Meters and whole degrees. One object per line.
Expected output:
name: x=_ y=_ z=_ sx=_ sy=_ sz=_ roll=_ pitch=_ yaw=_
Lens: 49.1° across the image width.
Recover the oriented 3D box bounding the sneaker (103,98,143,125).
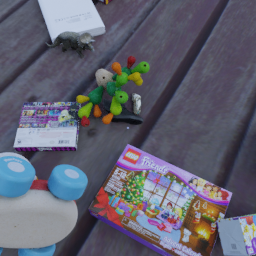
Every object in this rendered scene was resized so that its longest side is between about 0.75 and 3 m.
sneaker: x=-0.141 y=-0.463 z=7.693 sx=1.184 sy=0.356 sz=0.617 roll=5 pitch=62 yaw=7

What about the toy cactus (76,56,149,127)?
toy cactus: x=-0.569 y=-1.175 z=7.631 sx=2.310 sy=1.181 sz=1.906 roll=-47 pitch=36 yaw=8

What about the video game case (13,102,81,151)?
video game case: x=-2.100 y=-0.062 z=7.475 sx=1.578 sy=0.282 sz=1.430 roll=-1 pitch=58 yaw=-1

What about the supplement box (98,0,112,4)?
supplement box: x=-0.630 y=-5.689 z=10.763 sx=1.020 sy=0.792 sz=1.849 roll=35 pitch=64 yaw=20

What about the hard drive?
hard drive: x=-2.109 y=-4.156 z=10.043 sx=1.818 sy=0.368 sz=2.757 roll=-18 pitch=60 yaw=-11

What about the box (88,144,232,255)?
box: x=0.716 y=1.686 z=6.219 sx=2.638 sy=0.516 sz=1.805 roll=24 pitch=61 yaw=15

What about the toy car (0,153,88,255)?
toy car: x=-2.142 y=1.188 z=5.556 sx=1.937 sy=2.018 sz=2.190 roll=15 pitch=21 yaw=-35

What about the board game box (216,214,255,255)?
board game box: x=2.556 y=2.076 z=5.581 sx=1.308 sy=0.686 sz=0.673 roll=1 pitch=68 yaw=-24

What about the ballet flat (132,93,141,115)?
ballet flat: x=0.269 y=-0.739 z=7.906 sx=0.261 sy=0.290 sz=0.770 roll=8 pitch=55 yaw=-17

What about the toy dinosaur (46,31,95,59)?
toy dinosaur: x=-1.734 y=-2.733 z=8.824 sx=1.763 sy=0.902 sz=0.679 roll=18 pitch=59 yaw=10
